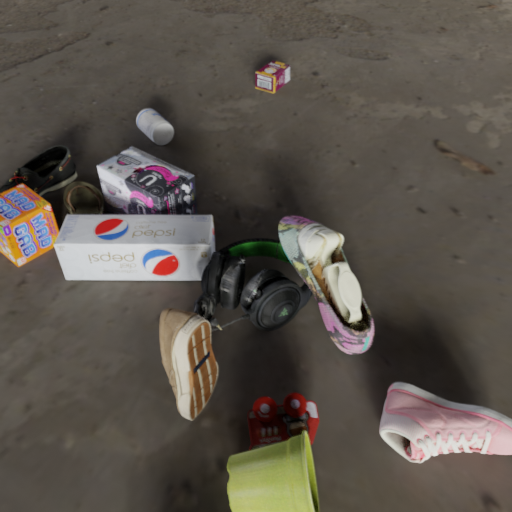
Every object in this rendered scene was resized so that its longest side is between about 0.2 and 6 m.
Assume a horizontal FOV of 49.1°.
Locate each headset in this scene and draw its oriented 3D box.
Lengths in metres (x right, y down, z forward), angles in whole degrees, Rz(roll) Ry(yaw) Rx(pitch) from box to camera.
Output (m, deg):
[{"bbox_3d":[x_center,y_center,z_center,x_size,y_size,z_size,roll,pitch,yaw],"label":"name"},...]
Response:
[{"bbox_3d":[-0.136,0.431,9.137,1.788,1.360,2.895,21,40,22],"label":"headset"}]

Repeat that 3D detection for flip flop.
[{"bbox_3d":[-3.496,-1.081,11.292,0.807,0.573,1.989,-12,34,-12],"label":"flip flop"}]

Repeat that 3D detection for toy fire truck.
[{"bbox_3d":[0.371,2.370,7.691,1.003,0.562,0.842,-6,67,-3],"label":"toy fire truck"}]

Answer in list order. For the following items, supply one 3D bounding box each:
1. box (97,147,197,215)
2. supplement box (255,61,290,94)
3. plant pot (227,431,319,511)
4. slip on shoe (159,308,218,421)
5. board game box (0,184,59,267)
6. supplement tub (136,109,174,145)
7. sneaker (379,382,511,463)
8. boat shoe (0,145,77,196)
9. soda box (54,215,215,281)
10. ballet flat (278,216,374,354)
[{"bbox_3d":[-2.152,-1.239,11.100,1.761,1.164,1.010,27,49,27],"label":"box"},{"bbox_3d":[0.473,-5.036,15.753,0.625,0.493,0.955,22,47,22],"label":"supplement box"},{"bbox_3d":[0.197,2.785,6.909,1.010,1.099,1.099,-9,42,6],"label":"plant pot"},{"bbox_3d":[-0.968,1.471,7.580,0.581,1.917,0.729,23,48,24],"label":"slip on shoe"},{"bbox_3d":[-4.436,-0.585,10.535,0.965,0.964,0.964,32,51,30],"label":"board game box"},{"bbox_3d":[-2.464,-3.142,13.610,0.601,0.601,0.911,-26,49,-25],"label":"supplement tub"},{"bbox_3d":[2.538,2.434,7.451,1.866,0.702,0.975,16,44,23],"label":"sneaker"},{"bbox_3d":[-4.836,-1.516,11.741,0.892,0.764,2.438,25,50,23],"label":"boat shoe"},{"bbox_3d":[-2.107,-0.150,10.095,2.698,0.919,0.859,1,42,1],"label":"soda box"},{"bbox_3d":[1.201,0.242,9.050,0.948,0.975,2.741,-14,62,-19],"label":"ballet flat"}]
